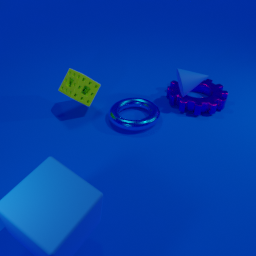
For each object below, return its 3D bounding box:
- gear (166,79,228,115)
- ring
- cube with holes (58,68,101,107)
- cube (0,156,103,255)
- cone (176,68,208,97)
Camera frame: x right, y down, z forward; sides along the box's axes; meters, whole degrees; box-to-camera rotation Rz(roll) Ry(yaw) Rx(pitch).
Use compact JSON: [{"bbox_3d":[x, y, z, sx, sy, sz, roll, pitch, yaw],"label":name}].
[{"bbox_3d":[2.429,-1.188,9.934,2.058,0.381,2.058,0,37,0],"label":"gear"},{"bbox_3d":[0.202,-0.480,9.116,1.685,0.337,1.685,-1,37,1],"label":"ring"},{"bbox_3d":[-1.561,-1.297,9.012,0.808,0.808,0.808,29,2,43],"label":"cube with holes"},{"bbox_3d":[-1.394,1.627,5.267,1.315,1.315,1.315,32,53,17],"label":"cube"},{"bbox_3d":[2.157,-1.583,9.126,0.955,0.952,0.952,-13,39,6],"label":"cone"}]
